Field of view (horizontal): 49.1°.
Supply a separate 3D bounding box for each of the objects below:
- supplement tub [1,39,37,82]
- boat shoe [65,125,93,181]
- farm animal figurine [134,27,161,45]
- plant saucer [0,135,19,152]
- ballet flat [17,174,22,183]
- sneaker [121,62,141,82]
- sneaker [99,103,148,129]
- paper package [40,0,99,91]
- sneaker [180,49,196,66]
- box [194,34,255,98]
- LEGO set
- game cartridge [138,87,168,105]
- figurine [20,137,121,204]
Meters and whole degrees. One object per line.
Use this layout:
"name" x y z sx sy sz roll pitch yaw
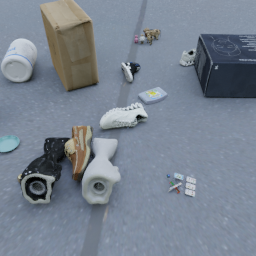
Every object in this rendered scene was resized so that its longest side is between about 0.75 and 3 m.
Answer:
"supplement tub" -4.840 -3.042 12.580 1.279 1.279 1.939 -5 41 -6
"boat shoe" -1.555 0.696 8.554 0.781 0.800 2.116 12 37 -11
"farm animal figurine" 1.063 -5.134 15.399 1.123 0.699 1.390 24 47 25
"plant saucer" -4.007 0.555 9.315 0.792 0.142 0.792 0 40 0
"ballet flat" -2.737 1.576 8.043 1.170 0.271 0.394 24 47 25
"sneaker" 0.244 -2.610 12.639 0.809 0.528 1.445 -12 41 -12
"sneaker" -0.133 -0.328 9.945 1.828 0.687 0.741 -20 53 -22
"paper package" -2.439 -3.514 11.777 1.511 2.922 2.785 -19 47 -16
"sneaker" 3.349 -3.480 13.525 1.733 0.703 0.651 -14 42 -18
"box" 4.423 -2.684 11.848 2.680 1.661 2.634 1 40 0
"LEGO set" 1.509 1.641 8.109 0.863 0.212 0.645 17 42 3
"game cartridge" 1.046 -1.307 11.414 1.080 0.218 0.720 -22 49 -23
"figurine" -1.469 0.958 8.096 2.516 1.083 2.455 1 28 -2
